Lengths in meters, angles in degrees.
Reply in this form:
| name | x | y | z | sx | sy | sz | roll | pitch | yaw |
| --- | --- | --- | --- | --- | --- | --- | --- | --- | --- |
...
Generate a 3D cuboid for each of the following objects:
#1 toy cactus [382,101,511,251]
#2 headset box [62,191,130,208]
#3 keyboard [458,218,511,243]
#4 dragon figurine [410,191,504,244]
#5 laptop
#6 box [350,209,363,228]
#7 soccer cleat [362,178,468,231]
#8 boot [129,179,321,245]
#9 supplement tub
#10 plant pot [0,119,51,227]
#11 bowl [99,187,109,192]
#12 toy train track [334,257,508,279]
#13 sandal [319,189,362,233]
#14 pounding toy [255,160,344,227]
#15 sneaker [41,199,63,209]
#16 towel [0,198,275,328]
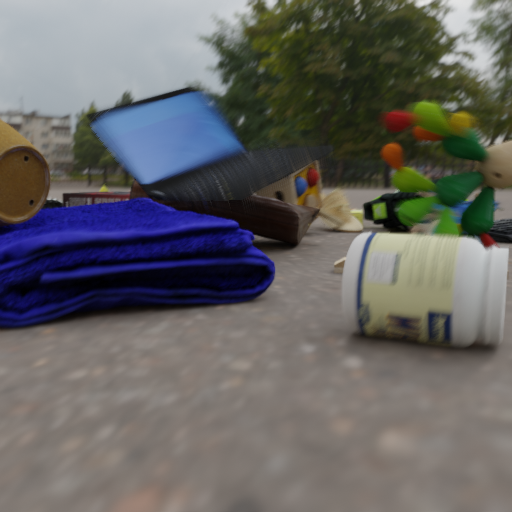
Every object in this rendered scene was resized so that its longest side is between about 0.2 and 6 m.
| name | x | y | z | sx | sy | sz | roll | pitch | yaw |
| --- | --- | --- | --- | --- | --- | --- | --- | --- | --- |
| toy cactus | 2.468 | -0.868 | 6.390 | 1.820 | 2.206 | 1.128 | -27 | 14 | -4 |
| headset box | -2.987 | -1.041 | 12.982 | 2.344 | 0.879 | 1.742 | 4 | 9 | 27 |
| keyboard | 5.219 | -0.583 | 11.820 | 2.744 | 0.352 | 1.648 | -6 | 10 | -42 |
| dragon figurine | 3.227 | -0.522 | 8.777 | 1.422 | 0.842 | 2.859 | 17 | 22 | 8 |
| laptop | -0.662 | -1.867 | 8.607 | 2.741 | 1.415 | 2.429 | 5 | 27 | 39 |
| box | 2.334 | -0.927 | 13.895 | 0.610 | 0.406 | 1.622 | 1 | 9 | 8 |
| soccer cleat | 3.308 | -0.964 | 11.983 | 1.389 | 1.157 | 3.427 | -5 | 2 | -8 |
| boot | -0.434 | -0.751 | 10.985 | 3.333 | 1.071 | 3.107 | 7 | 1 | 7 |
| supplement tub | 1.313 | 0.255 | 4.351 | 1.140 | 0.827 | 0.827 | 4 | 9 | 25 |
| plant pot | -3.329 | -0.981 | 6.316 | 1.875 | 1.748 | 1.748 | 18 | 15 | 23 |
| bowl | -4.175 | -1.397 | 16.017 | 0.589 | 1.095 | 1.095 | -46 | 19 | -7 |
| toy train track | 2.088 | 0.081 | 7.223 | 2.142 | 0.348 | 1.229 | 1 | 8 | 12 |
| sandal | 1.716 | -1.259 | 12.921 | 0.753 | 0.675 | 2.053 | -13 | 34 | -24 |
| pounding toy | 0.941 | -1.182 | 11.803 | 1.221 | 1.718 | 1.582 | 5 | 26 | 30 |
| sneaker | -4.795 | -0.970 | 13.272 | 1.005 | 0.738 | 2.222 | 0 | 4 | 23 |
| towel | -1.905 | -0.165 | 6.692 | 2.885 | 0.968 | 3.906 | -3 | 9 | -28 |
